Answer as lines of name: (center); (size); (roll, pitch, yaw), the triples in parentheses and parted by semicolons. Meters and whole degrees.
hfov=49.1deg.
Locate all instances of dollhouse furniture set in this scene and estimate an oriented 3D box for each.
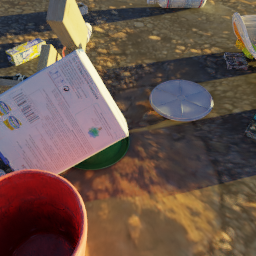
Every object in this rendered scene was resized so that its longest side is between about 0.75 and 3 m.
dollhouse furniture set: (-2.858, -2.242, 8.134); (2.431, 2.837, 2.983); (6, 81, 6)

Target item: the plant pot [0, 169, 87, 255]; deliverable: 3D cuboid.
plant pot: (-1.577, 2.017, 4.624); (2.046, 1.811, 2.046); (-1, 46, 1)

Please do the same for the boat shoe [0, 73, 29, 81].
boat shoe: (-3.473, -1.364, 8.802); (2.019, 0.624, 0.735); (-6, 46, -6)

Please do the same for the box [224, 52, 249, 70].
box: (3.901, -2.435, 10.149); (0.686, 0.216, 0.870); (2, 45, 2)

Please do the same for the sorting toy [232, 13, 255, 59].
sorting toy: (5.234, -2.639, 9.605); (2.952, 1.577, 2.657); (-4, 53, -5)

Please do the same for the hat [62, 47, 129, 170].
hat: (-1.077, -0.384, 6.852); (2.292, 2.017, 1.898); (22, 49, 20)

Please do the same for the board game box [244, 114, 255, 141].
board game box: (4.107, 0.169, 7.572); (1.594, 0.225, 1.078); (27, 51, 24)

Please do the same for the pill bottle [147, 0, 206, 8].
pill bottle: (2.292, -6.474, 13.265); (2.693, 1.464, 1.464); (0, 45, 0)

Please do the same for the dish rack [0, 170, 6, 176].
dish rack: (-4.428, 1.525, 5.972); (2.496, 0.633, 2.909); (20, 50, 18)

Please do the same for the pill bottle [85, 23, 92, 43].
pill bottle: (-1.778, -3.837, 11.292); (0.568, 0.568, 0.950); (4, 45, 4)

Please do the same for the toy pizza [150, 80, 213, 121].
toy pizza: (1.597, -0.810, 8.489); (1.892, 0.300, 1.892); (-1, 46, 1)

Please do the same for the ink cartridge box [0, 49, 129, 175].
ink cartridge box: (-1.746, -0.094, 6.030); (2.937, 2.004, 1.121); (-29, 13, 5)

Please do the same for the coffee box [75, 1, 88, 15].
coffee box: (-2.342, -5.678, 13.266); (0.493, 0.348, 0.872); (-29, 52, -26)

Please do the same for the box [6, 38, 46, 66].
box: (-3.737, -2.847, 10.396); (0.492, 0.451, 1.403); (34, 54, 29)
